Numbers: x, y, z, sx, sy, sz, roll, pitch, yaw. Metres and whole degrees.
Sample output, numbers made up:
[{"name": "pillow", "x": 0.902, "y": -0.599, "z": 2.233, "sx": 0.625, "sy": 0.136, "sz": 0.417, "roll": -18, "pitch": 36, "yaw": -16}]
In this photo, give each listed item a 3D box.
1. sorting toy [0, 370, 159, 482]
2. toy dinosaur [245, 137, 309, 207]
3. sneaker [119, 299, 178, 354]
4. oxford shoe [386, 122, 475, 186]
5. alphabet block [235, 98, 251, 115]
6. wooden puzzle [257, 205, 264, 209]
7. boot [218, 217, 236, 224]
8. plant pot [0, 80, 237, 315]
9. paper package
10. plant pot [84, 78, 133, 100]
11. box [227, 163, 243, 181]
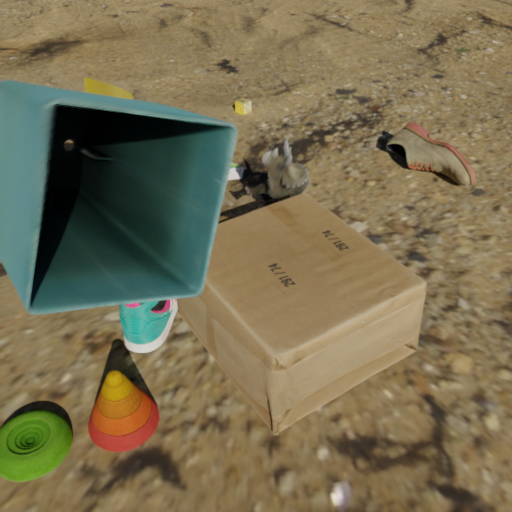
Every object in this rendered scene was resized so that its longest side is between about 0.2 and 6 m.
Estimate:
[{"name": "sorting toy", "x": -2.708, "y": 2.061, "z": 7.027, "sx": 2.909, "sy": 1.002, "sz": 1.009, "roll": -12, "pitch": 39, "yaw": -16}, {"name": "toy dinosaur", "x": 0.593, "y": -1.363, "z": 10.945, "sx": 1.288, "sy": 0.969, "sz": 2.519, "roll": -32, "pitch": -8, "yaw": 16}, {"name": "sneaker", "x": -1.690, "y": 0.284, "z": 9.013, "sx": 0.955, "sy": 1.378, "sz": 2.283, "roll": 2, "pitch": 37, "yaw": 3}, {"name": "oxford shoe", "x": 3.989, "y": -2.170, "z": 12.904, "sx": 0.901, "sy": 0.849, "sz": 2.409, "roll": -36, "pitch": 45, "yaw": -4}, {"name": "alphabet block", "x": -0.363, "y": -4.195, "z": 15.730, "sx": 0.331, "sy": 0.329, "sz": 0.337, "roll": 25, "pitch": 45, "yaw": 31}, {"name": "wooden puzzle", "x": 0.489, "y": -0.622, "z": 11.140, "sx": 1.282, "sy": 0.239, "sz": 1.186, "roll": 13, "pitch": 39, "yaw": 17}, {"name": "boot", "x": -1.499, "y": -0.594, "z": 10.387, "sx": 2.610, "sy": 0.986, "sz": 2.980, "roll": 9, "pitch": 9, "yaw": -42}, {"name": "plant pot", "x": -2.315, "y": -1.114, "z": 7.491, "sx": 2.322, "sy": 2.321, "sz": 3.285, "roll": -3, "pitch": 25, "yaw": -40}, {"name": "paper package", "x": 0.561, "y": 0.650, "z": 8.424, "sx": 2.812, "sy": 1.526, "sz": 2.950, "roll": -22, "pitch": 42, "yaw": -27}, {"name": "plant pot", "x": -3.758, "y": -3.608, "z": 14.270, "sx": 1.193, "sy": 1.353, "sz": 1.353, "roll": 1, "pitch": 36, "yaw": -19}, {"name": "box", "x": -1.395, "y": -2.091, "z": 12.655, "sx": 1.842, "sy": 0.335, "sz": 1.329, "roll": 27, "pitch": 27, "yaw": 31}]
